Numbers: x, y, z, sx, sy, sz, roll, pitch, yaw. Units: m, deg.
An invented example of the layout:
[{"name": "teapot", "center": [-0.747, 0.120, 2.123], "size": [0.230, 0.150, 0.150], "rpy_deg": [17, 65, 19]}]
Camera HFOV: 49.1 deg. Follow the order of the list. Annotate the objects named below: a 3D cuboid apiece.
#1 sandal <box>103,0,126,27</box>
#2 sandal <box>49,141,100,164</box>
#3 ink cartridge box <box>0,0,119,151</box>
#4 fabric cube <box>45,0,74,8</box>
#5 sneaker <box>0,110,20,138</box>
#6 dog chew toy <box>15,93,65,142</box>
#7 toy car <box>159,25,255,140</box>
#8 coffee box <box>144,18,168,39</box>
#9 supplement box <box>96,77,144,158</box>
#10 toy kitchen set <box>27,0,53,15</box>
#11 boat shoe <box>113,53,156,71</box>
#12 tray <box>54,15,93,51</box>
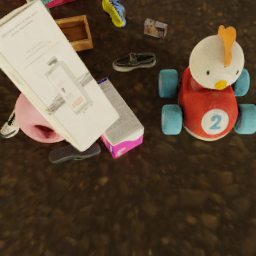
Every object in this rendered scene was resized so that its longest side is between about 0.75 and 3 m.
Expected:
[{"name": "sandal", "center": [-0.408, -4.400, 10.489], "size": [0.646, 0.590, 1.485], "rpy_deg": [-21, 65, -15]}, {"name": "sandal", "center": [-1.494, 0.688, 7.974], "size": [1.479, 0.317, 0.563], "rpy_deg": [-10, 55, 5]}, {"name": "ink cartridge box", "center": [-1.453, -0.901, 5.116], "size": [0.983, 2.374, 1.739], "rpy_deg": [-43, 33, -15]}, {"name": "fabric cube", "center": [-3.092, -6.368, 10.452], "size": [2.489, 2.442, 2.481], "rpy_deg": [-21, 64, -12]}, {"name": "sneaker", "center": [-3.364, -0.277, 8.335], "size": [0.470, 0.510, 1.276], "rpy_deg": [29, 67, 13]}, {"name": "dog chew toy", "center": [-2.127, -1.010, 8.116], "size": [1.751, 1.751, 2.812], "rpy_deg": [4, 56, 2]}, {"name": "toy car", "center": [2.307, -1.297, 7.527], "size": [2.646, 2.871, 2.539], "rpy_deg": [-1, 62, 0]}, {"name": "coffee box", "center": [0.992, -3.575, 10.101], "size": [0.786, 0.449, 0.313], "rpy_deg": [20, 64, 11]}, {"name": "supplement box", "center": [-0.490, -0.291, 8.057], "size": [1.018, 0.997, 1.971], "rpy_deg": [-31, 66, -15]}, {"name": "toy kitchen set", "center": [-2.480, -3.661, 9.447], "size": [0.989, 1.679, 1.345], "rpy_deg": [-35, 68, -15]}, {"name": "boat shoe", "center": [0.205, -2.296, 9.383], "size": [1.470, 0.521, 0.530], "rpy_deg": [-11, 63, -6]}, {"name": "tray", "center": [-2.500, -3.040, 9.441], "size": [2.428, 0.450, 1.197], "rpy_deg": [-12, 64, -7]}]
